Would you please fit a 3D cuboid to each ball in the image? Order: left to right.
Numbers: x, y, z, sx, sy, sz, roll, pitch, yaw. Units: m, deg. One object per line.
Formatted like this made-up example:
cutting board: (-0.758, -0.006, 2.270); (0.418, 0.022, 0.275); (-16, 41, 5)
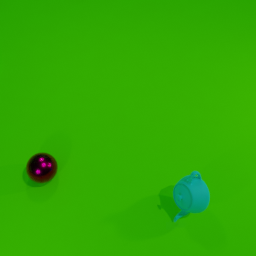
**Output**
ball: (-2.109, 0.975, 6.874); (0.753, 0.753, 0.753); (0, 56, 0)

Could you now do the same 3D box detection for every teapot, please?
teapot: (1.349, 1.537, 6.266); (0.666, 1.361, 0.846); (-5, 28, -33)
